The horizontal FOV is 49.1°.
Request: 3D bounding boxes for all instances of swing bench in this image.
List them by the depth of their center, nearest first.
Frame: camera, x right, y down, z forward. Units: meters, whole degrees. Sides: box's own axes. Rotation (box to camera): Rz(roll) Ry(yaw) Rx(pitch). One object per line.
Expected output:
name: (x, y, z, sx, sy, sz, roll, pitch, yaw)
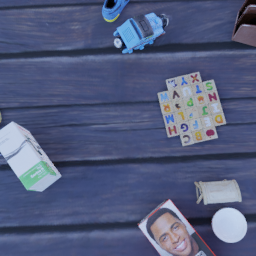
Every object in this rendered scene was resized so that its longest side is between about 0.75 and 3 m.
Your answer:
swing bench: (2.975, 2.132, 9.419, 1.180, 1.186, 0.770, -4, 76, -1)

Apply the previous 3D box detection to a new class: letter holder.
letter holder: (5.661, -4.001, 10.460, 2.731, 1.941, 1.373, 17, 77, 3)

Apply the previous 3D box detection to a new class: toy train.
toy train: (0.546, -3.547, 10.271, 2.402, 1.372, 1.041, -34, 100, -38)

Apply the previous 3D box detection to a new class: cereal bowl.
cereal bowl: (3.388, 3.276, 9.502, 1.119, 0.466, 1.119, -1, 74, 3)

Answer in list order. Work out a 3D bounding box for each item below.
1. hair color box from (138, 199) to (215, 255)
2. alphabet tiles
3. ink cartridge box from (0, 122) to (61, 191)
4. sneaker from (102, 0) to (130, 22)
hair color box: (1.696, 3.855, 9.192, 1.391, 0.839, 2.740, -39, 79, -7)
alphabet tiles: (2.372, -0.743, 10.521, 2.194, 0.083, 2.636, -13, 80, 2)
ink cartridge box: (-3.391, 1.001, 9.477, 0.913, 1.586, 2.173, -38, 80, -8)
sneaker: (-0.374, -5.390, 11.355, 0.728, 0.866, 2.208, 25, 77, 8)
